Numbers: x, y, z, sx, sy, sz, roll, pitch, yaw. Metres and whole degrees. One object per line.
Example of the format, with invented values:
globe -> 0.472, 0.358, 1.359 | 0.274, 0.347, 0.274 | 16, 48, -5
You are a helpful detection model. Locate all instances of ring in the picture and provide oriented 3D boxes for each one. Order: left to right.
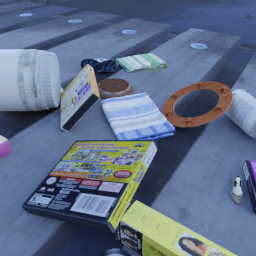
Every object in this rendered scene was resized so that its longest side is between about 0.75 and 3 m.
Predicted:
ring -> 2.612, -1.030, 10.849 | 2.756, 0.264, 2.756 | -19, 36, 14

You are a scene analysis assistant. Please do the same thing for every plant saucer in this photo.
plant saucer -> -0.646, -1.843, 12.833 | 1.850, 0.319, 1.850 | 1, 36, 0

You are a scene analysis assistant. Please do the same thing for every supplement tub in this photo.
supplement tub -> 4.404, -0.554, 10.311 | 1.151, 1.151, 1.744 | -10, 38, -14

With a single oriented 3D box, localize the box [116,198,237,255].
box -> 1.034, 2.626, 5.984 | 2.818, 1.061, 0.706 | 23, 44, 27

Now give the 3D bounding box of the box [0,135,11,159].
box -> -4.664, 0.645, 9.121 | 1.195, 0.578, 1.051 | 22, 41, 26

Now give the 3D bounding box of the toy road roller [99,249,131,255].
toy road roller -> 0.232, 3.441, 4.321 | 2.677, 1.645, 1.954 | 13, 40, 25

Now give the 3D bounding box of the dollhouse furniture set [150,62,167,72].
dollhouse furniture set -> 1.445, -2.997, 13.721 | 0.874, 0.437, 0.338 | 11, 7, 25

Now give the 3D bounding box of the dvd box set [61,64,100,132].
dvd box set -> -1.947, -1.240, 10.925 | 0.376, 1.873, 2.560 | 35, 20, -31

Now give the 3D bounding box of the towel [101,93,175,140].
towel -> 0.286, -0.470, 10.880 | 2.178, 0.353, 2.965 | -11, 37, -14

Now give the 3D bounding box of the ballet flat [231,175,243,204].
ballet flat -> 3.072, 1.670, 7.886 | 0.318, 0.353, 0.938 | 8, 37, 17

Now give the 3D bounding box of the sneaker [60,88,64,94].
sneaker -> -3.282, -1.745, 12.701 | 0.801, 0.313, 0.362 | 25, 52, 36

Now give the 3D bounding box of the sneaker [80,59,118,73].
sneaker -> -1.476, -3.218, 14.543 | 1.996, 0.756, 0.769 | 6, 14, 7

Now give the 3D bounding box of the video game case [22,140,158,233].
video game case -> -0.954, 1.263, 7.241 | 2.858, 0.364, 2.583 | -2, 38, 34

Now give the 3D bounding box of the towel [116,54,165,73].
towel -> 0.690, -3.609, 15.353 | 2.235, 0.261, 1.705 | -16, 38, -19

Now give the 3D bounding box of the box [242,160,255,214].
box -> 4.611, 1.708, 7.766 | 2.424, 0.438, 1.733 | 6, 36, 6

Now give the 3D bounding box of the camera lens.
camera lens -> -4.341, -1.854, 11.017 | 2.994, 2.395, 2.395 | -1, 36, -4
